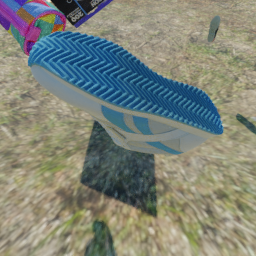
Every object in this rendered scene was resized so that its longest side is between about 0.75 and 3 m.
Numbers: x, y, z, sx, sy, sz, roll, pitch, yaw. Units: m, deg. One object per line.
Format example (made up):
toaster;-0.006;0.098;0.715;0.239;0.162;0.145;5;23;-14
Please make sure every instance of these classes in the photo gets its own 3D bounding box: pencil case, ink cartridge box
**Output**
pencil case;-2.588;-2.704;5.817;2.776;1.227;1.227;40;49;9
ink cartridge box;-1.301;-3.823;8.365;1.583;1.598;0.347;-34;64;10

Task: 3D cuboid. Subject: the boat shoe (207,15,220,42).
boat shoe;2.755;-3.163;8.950;0.299;0.841;0.263;24;33;24

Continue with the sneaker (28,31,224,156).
sneaker;-0.012;-0.257;3.871;2.867;1.158;1.097;22;47;-28
